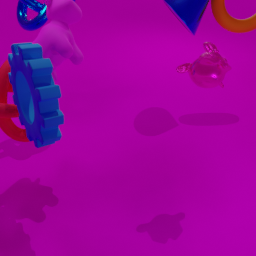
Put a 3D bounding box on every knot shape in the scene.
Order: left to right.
[{"bbox_3d":[-2.289,-0.724,5.802,1.793,0.828,1.677,30,59,-21],"label":"knot shape"},{"bbox_3d":[-2.256,-3.170,6.969,1.678,1.570,0.775,21,2,-11],"label":"knot shape"}]

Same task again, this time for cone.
[{"bbox_3d":[1.984,-3.693,7.989,1.452,1.446,1.446,-41,35,19],"label":"cone"}]

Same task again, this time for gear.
[{"bbox_3d":[-1.583,-0.533,4.698,0.314,1.697,1.697,-17,40,-32],"label":"gear"}]

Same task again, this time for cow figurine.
[{"bbox_3d":[-1.532,-1.863,5.666,1.536,0.843,1.511,-35,75,11],"label":"cow figurine"}]

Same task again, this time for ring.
[{"bbox_3d":[3.402,-3.789,8.169,1.946,1.946,0.389,0,24,0],"label":"ring"}]

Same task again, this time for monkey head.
[{"bbox_3d":[1.467,-1.152,5.231,1.110,0.669,0.798,14,50,-22],"label":"monkey head"}]
